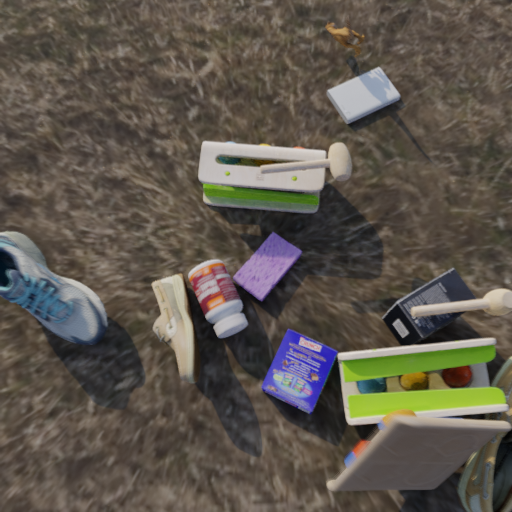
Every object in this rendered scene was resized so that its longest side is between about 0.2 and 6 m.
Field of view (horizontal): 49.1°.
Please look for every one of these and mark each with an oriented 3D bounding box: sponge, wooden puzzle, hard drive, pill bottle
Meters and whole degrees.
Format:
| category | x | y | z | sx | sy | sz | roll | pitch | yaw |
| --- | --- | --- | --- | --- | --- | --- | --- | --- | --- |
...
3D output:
| category | x | y | z | sx | sy | sz | roll | pitch | yaw |
| --- | --- | --- | --- | --- | --- | --- | --- | --- | --- |
| sponge | 0.189 | 0.164 | 9.138 | 0.600 | 0.160 | 1.075 | 36 | 72 | 15 |
| wooden puzzle | 2.034 | 2.506 | 7.281 | 1.749 | 1.889 | 0.437 | 10 | 42 | -24 |
| hard drive | 1.970 | -2.954 | 10.301 | 1.122 | 0.147 | 0.740 | -26 | 72 | -10 |
| pill bottle | -0.584 | 0.672 | 8.752 | 0.611 | 0.611 | 1.115 | -23 | 72 | -8 |

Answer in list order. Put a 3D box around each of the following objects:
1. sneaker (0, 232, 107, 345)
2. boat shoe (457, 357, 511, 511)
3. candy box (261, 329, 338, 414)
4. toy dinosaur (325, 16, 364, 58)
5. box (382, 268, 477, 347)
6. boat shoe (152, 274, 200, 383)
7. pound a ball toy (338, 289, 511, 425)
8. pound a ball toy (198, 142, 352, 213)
| category | x | y | z | sx | sy | sz | roll | pitch | yaw |
| --- | --- | --- | --- | --- | --- | --- | --- | --- | --- |
| sneaker | -3.314 | 0.577 | 8.369 | 2.353 | 1.016 | 0.913 | 38 | 96 | 4 |
| boat shoe | 3.729 | 2.508 | 7.894 | 0.936 | 0.995 | 2.612 | 23 | 72 | 8 |
| candy box | 0.661 | 1.749 | 8.494 | 0.841 | 0.383 | 0.995 | 24 | 73 | 10 |
| toy dinosaur | 1.586 | -3.892 | 9.949 | 0.752 | 1.416 | 0.428 | 22 | 106 | -22 |
| box | 2.594 | 0.826 | 8.466 | 1.032 | 1.050 | 0.651 | -31 | 73 | -10 |
| boat shoe | -1.235 | 1.109 | 8.474 | 0.595 | 0.661 | 1.832 | -12 | 56 | -5 |
| pound a ball toy | 2.468 | 1.462 | 8.103 | 2.523 | 1.072 | 1.645 | -7 | 79 | 4 |
| pound a ball toy | 0.282 | -1.477 | 9.039 | 2.346 | 1.530 | 0.997 | 4 | 71 | 2 |
